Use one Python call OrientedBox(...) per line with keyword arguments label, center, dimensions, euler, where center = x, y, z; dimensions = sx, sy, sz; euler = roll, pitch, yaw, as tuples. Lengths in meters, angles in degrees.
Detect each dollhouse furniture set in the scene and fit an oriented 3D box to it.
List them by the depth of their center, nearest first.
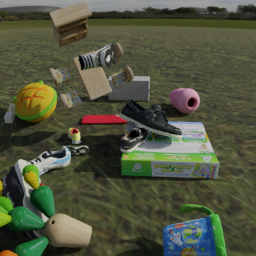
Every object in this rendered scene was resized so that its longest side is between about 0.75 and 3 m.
OrientedBox(label="dollhouse furniture set", center=(-1.427, -2.366, 9.334), dimensions=(2.529, 2.753, 1.791), euler=(-24, 0, -12))

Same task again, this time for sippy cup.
OrientedBox(label="sippy cup", center=(1.252, 2.291, 5.390), dimensions=(1.105, 1.184, 1.508), euler=(-8, 9, 10))

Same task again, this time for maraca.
OrientedBox(label="maraca", center=(-4.045, -1.228, 12.042), dimensions=(1.873, 1.461, 2.732), euler=(-34, 43, -13))

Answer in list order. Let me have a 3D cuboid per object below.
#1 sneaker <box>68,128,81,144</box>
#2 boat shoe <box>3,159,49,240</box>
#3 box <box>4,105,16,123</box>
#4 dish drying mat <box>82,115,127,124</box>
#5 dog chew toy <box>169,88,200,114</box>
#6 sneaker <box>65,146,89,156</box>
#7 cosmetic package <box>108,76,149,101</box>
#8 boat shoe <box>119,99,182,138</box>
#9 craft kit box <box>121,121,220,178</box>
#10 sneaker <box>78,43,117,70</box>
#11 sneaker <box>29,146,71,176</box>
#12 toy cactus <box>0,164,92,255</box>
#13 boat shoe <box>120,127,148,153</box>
OrientedBox(label="sneaker", center=(-1.978, 0.182, 10.390), dimensions=(0.419, 0.484, 1.072), euler=(-13, 27, -22))
OrientedBox(label="boat shoe", center=(-2.461, 1.788, 6.738), dimensions=(0.732, 0.896, 2.427), euler=(-44, 51, 5))
OrientedBox(label="box", center=(-5.143, -0.642, 12.324), dimensions=(0.313, 0.292, 1.510), euler=(-5, 26, -10))
OrientedBox(label="dish drying mat", center=(-0.960, -0.372, 11.901), dimensions=(1.908, 0.174, 0.733), euler=(0, 27, -1))
OrientedBox(label="dog chew toy", center=(2.500, -1.334, 12.947), dimensions=(1.127, 1.127, 1.809), euler=(-8, 19, -16))
OrientedBox(label="sneaker", center=(-1.775, 0.737, 9.505), dimensions=(0.926, 0.356, 0.410), euler=(3, 11, -4))
OrientedBox(label="cosmetic package", center=(0.066, -2.028, 14.285), dimensions=(2.096, 1.119, 0.945), euler=(2, 25, 1))
OrientedBox(label="boat shoe", center=(0.794, -0.393, 9.494), dimensions=(0.993, 0.881, 2.657), euler=(13, 8, -42))
OrientedBox(label="craft kit box", center=(1.293, 0.597, 9.382), dimensions=(2.850, 0.691, 2.815), euler=(2, 23, 4))
OrientedBox(label="sneaker", center=(-0.834, -1.921, 7.515), dimensions=(0.892, 0.585, 1.551), euler=(-3, 20, 10))
OrientedBox(label="sneaker", center=(-2.604, 1.049, 8.376), dimensions=(1.876, 0.680, 0.674), euler=(-21, 34, -34))
OrientedBox(label="toy cactus", center=(-1.953, 2.068, 5.706), dimensions=(2.331, 1.444, 2.825), euler=(20, 28, -15))
OrientedBox(label="boat shoe", center=(0.209, 0.259, 8.889), dimensions=(0.549, 0.448, 1.485), euler=(15, 30, 27))
